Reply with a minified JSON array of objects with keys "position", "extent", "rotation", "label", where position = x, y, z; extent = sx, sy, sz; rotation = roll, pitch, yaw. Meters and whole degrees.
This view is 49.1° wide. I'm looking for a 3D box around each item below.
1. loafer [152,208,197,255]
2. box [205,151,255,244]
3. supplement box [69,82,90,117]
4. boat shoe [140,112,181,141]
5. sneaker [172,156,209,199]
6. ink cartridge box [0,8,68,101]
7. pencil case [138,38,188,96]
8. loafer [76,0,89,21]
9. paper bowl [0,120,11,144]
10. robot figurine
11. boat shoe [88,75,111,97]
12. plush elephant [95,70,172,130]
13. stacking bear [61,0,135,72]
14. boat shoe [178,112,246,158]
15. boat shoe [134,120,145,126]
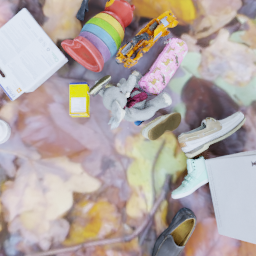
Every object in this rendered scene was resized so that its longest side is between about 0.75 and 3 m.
[{"position":[1.692,4.232,10.473],"extent":[0.959,0.952,2.634],"rotation":[29,85,2],"label":"loafer"},{"position":[4.438,2.230,9.551],"extent":[1.874,2.868,2.853],"rotation":[-6,83,-23],"label":"box"},{"position":[-1.926,-1.113,11.193],"extent":[0.703,0.707,1.291],"rotation":[-1,83,1],"label":"supplement box"},{"position":[1.286,-0.157,10.828],"extent":[2.021,0.671,0.748],"rotation":[-23,117,-39],"label":"boat shoe"},{"position":[2.303,1.849,10.849],"extent":[1.945,0.716,1.147],"rotation":[-30,90,-13],"label":"sneaker"},{"position":[-4.348,-2.932,11.426],"extent":[2.786,0.566,2.781],"rotation":[-39,85,1],"label":"ink cartridge box"},{"position":[1.398,-2.417,11.113],"extent":[1.040,0.995,2.404],"rotation":[34,81,-7],"label":"pencil case"},{"position":[-1.826,-5.036,11.819],"extent":[0.379,0.366,1.079],"rotation":[23,89,-2],"label":"loafer"},{"position":[-5.250,0.140,11.156],"extent":[0.990,0.515,0.990],"rotation":[0,84,-1],"label":"paper bowl"},{"position":[0.640,-3.356,10.896],"extent":[2.719,1.971,0.791],"rotation":[-43,95,-10],"label":"robot figurine"},{"position":[-0.946,-1.471,9.846],"extent":[0.966,0.345,0.317],"rotation":[-40,126,0],"label":"boat shoe"},{"position":[-0.098,-1.144,10.410],"extent":[2.600,2.013,2.141],"rotation":[-42,64,4],"label":"plush elephant"},{"position":[-0.888,-3.863,11.080],"extent":[1.700,1.816,2.990],"rotation":[44,72,-33],"label":"stacking bear"},{"position":[3.255,0.062,10.899],"extent":[2.766,1.034,0.946],"rotation":[-32,90,-3],"label":"boat shoe"},{"position":[0.649,-0.584,11.311],"extent":[1.145,0.393,0.482],"rotation":[-46,67,2],"label":"boat shoe"}]
